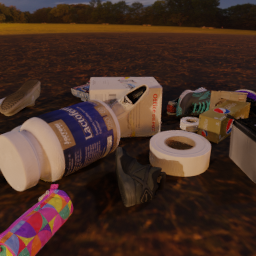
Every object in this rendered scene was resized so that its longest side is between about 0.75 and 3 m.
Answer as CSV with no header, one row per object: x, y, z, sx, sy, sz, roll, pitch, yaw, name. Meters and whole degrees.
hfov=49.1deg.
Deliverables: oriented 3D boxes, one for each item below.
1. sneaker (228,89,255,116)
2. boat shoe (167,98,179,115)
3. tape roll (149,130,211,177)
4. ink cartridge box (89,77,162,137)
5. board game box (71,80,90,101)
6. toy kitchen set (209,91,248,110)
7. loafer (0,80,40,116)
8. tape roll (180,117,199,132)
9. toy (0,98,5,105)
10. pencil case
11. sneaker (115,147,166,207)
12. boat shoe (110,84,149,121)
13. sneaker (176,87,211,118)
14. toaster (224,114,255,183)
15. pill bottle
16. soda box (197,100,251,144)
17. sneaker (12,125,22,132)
5.024,-0.999,11.500,2.228,0.774,1.108,22,33,40,sneaker
2.203,-1.025,11.873,0.608,0.534,1.708,17,28,37,boat shoe
1.457,0.666,7.944,1.712,0.599,1.712,-1,24,0,tape roll
-0.124,-0.777,9.796,2.349,1.729,1.699,-2,24,-6,ink cartridge box
-1.454,-1.714,13.244,2.202,0.679,2.203,20,31,40,board game box
3.883,-0.834,10.568,0.984,1.088,1.206,-4,15,-32,toy kitchen set
-4.451,-1.183,11.972,0.898,0.810,2.373,10,42,21,loafer
2.292,-0.142,10.183,0.777,0.272,0.777,1,23,0,tape roll
-5.363,-0.974,12.032,0.755,0.310,1.311,11,24,17,toy
-1.732,1.809,5.199,0.758,0.758,1.716,8,25,18,pencil case
0.251,1.103,6.849,1.084,0.723,1.892,-4,27,-14,sneaker
-0.044,-0.782,8.313,1.585,0.583,0.518,-43,-9,-5,boat shoe
2.957,-0.999,11.308,1.224,1.041,2.683,23,34,35,sneaker
3.934,0.470,7.547,1.942,1.274,2.148,-4,24,-9,toaster
-1.718,0.376,7.269,1.679,1.679,2.901,19,31,37,pill bottle
3.432,-0.322,9.888,0.786,0.831,2.454,20,31,38,soda box
-3.244,0.581,8.168,0.811,0.732,1.980,21,35,14,sneaker
